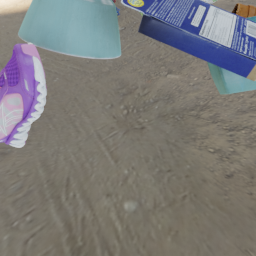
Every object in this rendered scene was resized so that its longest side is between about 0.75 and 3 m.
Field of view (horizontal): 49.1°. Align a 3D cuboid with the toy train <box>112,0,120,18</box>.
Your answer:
[{"bbox_3d":[-0.570,-4.372,9.582,0.290,1.264,0.216,-19,23,14],"label":"toy train"}]

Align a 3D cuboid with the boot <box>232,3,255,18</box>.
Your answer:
[{"bbox_3d":[3.846,-3.087,7.758,1.936,2.494,0.956,21,26,-6],"label":"boot"}]

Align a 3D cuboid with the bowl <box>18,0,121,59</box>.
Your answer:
[{"bbox_3d":[-1.143,-2.394,6.057,2.266,1.185,2.266,11,26,-5],"label":"bowl"}]

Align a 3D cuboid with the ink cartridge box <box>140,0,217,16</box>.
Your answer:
[{"bbox_3d":[1.172,-4.084,8.457,2.600,1.892,0.623,-20,37,41],"label":"ink cartridge box"}]

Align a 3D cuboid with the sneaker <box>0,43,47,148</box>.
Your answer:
[{"bbox_3d":[-2.282,-0.452,5.068,1.149,2.598,1.045,0,57,-35],"label":"sneaker"}]

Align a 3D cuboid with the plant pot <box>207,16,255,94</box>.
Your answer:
[{"bbox_3d":[2.658,-1.725,7.067,1.180,1.671,1.181,-9,6,5],"label":"plant pot"}]

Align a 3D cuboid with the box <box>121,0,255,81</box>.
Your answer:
[{"bbox_3d":[1.178,-1.796,4.869,2.452,0.397,1.485,25,46,3],"label":"box"}]
